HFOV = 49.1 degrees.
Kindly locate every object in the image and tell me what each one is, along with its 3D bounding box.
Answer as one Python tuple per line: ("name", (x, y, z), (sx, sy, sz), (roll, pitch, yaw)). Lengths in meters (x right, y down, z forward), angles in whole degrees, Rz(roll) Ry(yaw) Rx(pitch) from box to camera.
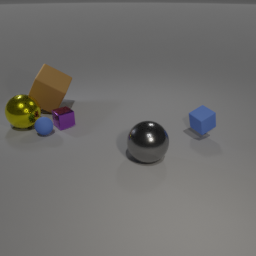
("ball", (-4.277, -0.675, 11.442), (1.400, 1.400, 1.400), (0, 28, 0))
("cube", (2.792, -0.304, 10.504), (0.700, 0.700, 0.700), (-30, 41, -15))
("cube", (-3.554, -1.760, 12.710), (1.400, 1.400, 1.400), (26, 37, -17))
("cube", (-2.686, -0.416, 11.682), (0.700, 0.700, 0.700), (-20, 34, -33))
("ball", (0.662, 0.454, 9.294), (1.400, 1.400, 1.400), (0, 28, 0))
("ball", (-3.282, -0.081, 10.942), (0.700, 0.700, 0.700), (0, 28, 0))
